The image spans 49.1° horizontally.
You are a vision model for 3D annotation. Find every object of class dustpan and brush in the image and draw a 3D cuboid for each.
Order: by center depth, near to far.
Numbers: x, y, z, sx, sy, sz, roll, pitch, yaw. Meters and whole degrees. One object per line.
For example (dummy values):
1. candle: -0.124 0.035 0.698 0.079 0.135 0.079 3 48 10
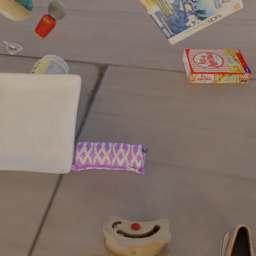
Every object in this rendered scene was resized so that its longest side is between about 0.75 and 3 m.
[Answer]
1. dustpan and brush: -4.665 -3.255 11.165 0.821 0.235 0.573 28 52 25

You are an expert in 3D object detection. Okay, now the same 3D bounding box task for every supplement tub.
1. supplement tub: -2.545 -1.510 8.851 1.112 1.112 1.534 5 45 4

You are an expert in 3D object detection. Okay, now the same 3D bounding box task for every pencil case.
1. pencil case: -0.424 0.763 6.889 1.785 0.749 0.763 2 49 5

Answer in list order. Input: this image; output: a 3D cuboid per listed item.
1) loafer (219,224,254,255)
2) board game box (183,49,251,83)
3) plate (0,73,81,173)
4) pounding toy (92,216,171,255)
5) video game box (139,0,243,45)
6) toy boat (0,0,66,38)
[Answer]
1. loafer: 1.955 2.740 4.994 0.757 0.662 2.107 10 46 10
2. board game box: 3.092 -2.217 9.975 2.045 0.474 1.549 -1 46 -1
3. plate: -2.712 -0.170 7.477 2.798 0.453 2.804 1 68 2
4. pounding toy: 0.015 2.377 5.525 1.706 0.979 0.976 -3 17 -16
5. video game box: 1.409 -3.348 6.827 2.056 2.257 0.528 -24 48 29
6. toy boat: -2.577 -3.189 6.859 1.053 2.265 1.904 -48 56 11
